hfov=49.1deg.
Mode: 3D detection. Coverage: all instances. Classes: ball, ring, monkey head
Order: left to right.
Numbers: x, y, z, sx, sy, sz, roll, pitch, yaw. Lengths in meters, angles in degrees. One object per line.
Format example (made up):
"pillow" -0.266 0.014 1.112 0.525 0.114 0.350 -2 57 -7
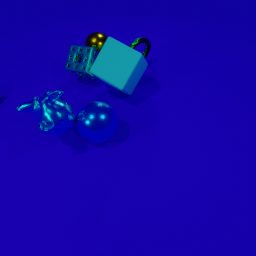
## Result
"monkey head" -2.142 -0.312 7.491 1.413 1.964 1.183 -16 93 4
"ball" -0.851 -0.163 7.789 1.176 1.176 1.176 0 48 0
"ball" -1.142 -3.132 10.600 1.001 1.001 1.001 0 48 0
"ring" 0.391 -2.777 10.084 1.056 1.056 0.211 -27 59 -22

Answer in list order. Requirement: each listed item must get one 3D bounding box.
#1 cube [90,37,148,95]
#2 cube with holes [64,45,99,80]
"cube" -0.254 -1.914 8.894 1.215 1.215 1.215 31 95 11
"cube with holes" -1.483 -2.220 9.553 0.859 0.859 0.859 12 86 21
